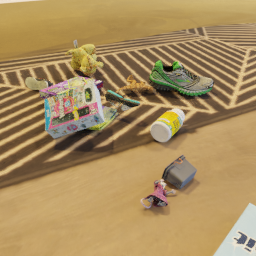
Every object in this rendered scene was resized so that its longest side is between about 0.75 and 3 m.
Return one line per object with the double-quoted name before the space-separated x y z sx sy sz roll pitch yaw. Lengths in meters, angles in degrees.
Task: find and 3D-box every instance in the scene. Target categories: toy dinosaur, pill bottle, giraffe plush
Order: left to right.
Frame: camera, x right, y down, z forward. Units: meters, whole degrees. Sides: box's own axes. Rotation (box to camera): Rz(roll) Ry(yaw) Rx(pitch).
"giraffe plush" -2.132 -3.436 14.596 1.676 1.942 1.575 -37 68 0
"toy dinosaur" 0.208 -1.942 13.044 2.211 0.668 1.174 -7 36 -9
"pill bottle" 1.508 -0.153 10.298 0.809 0.809 1.435 21 39 28

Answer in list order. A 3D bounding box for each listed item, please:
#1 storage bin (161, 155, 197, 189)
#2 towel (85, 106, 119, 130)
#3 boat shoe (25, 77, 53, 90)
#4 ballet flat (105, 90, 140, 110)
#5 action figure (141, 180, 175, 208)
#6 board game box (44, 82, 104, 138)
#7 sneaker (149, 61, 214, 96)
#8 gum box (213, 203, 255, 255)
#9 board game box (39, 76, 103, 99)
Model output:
"storage bin" 1.583 1.311 8.362 0.954 0.694 0.641 -30 54 -36
"towel" -1.814 -0.571 11.316 2.435 0.277 1.749 14 34 20
"boat shoe" -4.267 -2.101 13.422 1.566 0.573 0.491 14 14 27
"ballet flat" -0.238 -1.025 11.191 1.556 0.532 0.529 24 15 23
"action figure" 0.860 1.832 7.840 0.733 0.660 0.985 -35 13 23
"board game box" -1.959 -0.637 10.088 1.979 0.636 1.460 -19 56 8
"sneaker" 2.517 -2.309 12.909 2.997 1.277 1.169 10 34 -1
"gum box" 3.051 2.970 5.971 2.048 0.537 2.411 27 43 34
"board game box" -2.505 -1.780 12.776 1.577 0.424 2.627 20 33 24
